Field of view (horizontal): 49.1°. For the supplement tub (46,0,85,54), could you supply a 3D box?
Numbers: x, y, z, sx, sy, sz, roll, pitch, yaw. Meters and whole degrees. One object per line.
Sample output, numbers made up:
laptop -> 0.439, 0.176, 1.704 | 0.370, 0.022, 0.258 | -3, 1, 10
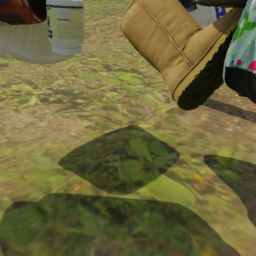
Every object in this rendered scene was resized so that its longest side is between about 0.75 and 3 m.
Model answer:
supplement tub -> -0.994, -1.642, 4.507 | 0.581, 0.802, 0.581 | 3, 25, -1

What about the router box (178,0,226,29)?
router box -> 1.593, -3.398, 7.895 | 0.575, 2.354, 2.113 | -24, 15, -39

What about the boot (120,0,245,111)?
boot -> 1.061, -1.959, 5.014 | 0.886, 2.347, 2.680 | 23, 32, -45

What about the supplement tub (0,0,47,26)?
supplement tub -> -2.815, -2.471, 4.727 | 2.740, 1.465, 1.465 | 0, 30, 5

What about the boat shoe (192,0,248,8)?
boat shoe -> 1.182, -2.426, 3.703 | 0.927, 0.904, 2.449 | -1, 43, 0

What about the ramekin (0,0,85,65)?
ramekin -> -2.084, -2.707, 6.440 | 2.371, 1.104, 2.371 | 14, 53, -20

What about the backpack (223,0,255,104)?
backpack -> 2.440, -1.324, 2.742 | 2.304, 2.596, 1.954 | 1, 20, -24
